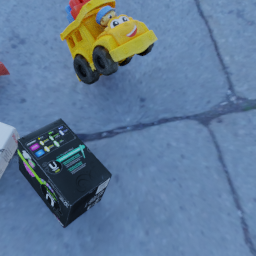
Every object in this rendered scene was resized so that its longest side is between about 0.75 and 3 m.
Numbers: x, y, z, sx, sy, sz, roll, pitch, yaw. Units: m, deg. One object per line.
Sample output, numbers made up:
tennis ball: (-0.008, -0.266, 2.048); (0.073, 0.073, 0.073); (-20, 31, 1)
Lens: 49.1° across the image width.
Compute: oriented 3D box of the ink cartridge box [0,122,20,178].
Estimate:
ink cartridge box: (-3.515, 0.733, 7.241); (0.674, 1.167, 1.604); (23, 67, -5)

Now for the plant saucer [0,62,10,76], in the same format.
plant saucer: (-4.754, -1.957, 7.989); (1.935, 1.939, 0.356); (24, 112, 11)

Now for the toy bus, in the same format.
toy bus: (-0.758, -2.679, 7.607); (1.715, 2.528, 2.427); (-34, 105, -29)

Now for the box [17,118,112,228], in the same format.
box: (-1.598, 1.070, 6.820); (1.244, 1.486, 2.001); (-32, 68, -36)
